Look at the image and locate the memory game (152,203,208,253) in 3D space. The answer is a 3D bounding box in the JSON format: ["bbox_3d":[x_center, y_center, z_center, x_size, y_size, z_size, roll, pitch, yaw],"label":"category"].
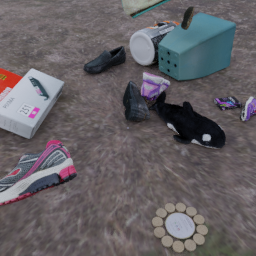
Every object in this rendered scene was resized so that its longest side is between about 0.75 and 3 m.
[{"bbox_3d":[1.088,2.068,5.921,1.169,0.074,1.169,0,38,0],"label":"memory game"}]

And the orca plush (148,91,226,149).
[{"bbox_3d":[1.780,-0.486,8.415,1.460,0.987,2.775,-16,41,-19],"label":"orca plush"}]

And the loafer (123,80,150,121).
[{"bbox_3d":[0.264,-0.874,9.273,0.713,0.718,1.972,12,41,-15],"label":"loafer"}]

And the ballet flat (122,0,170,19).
[{"bbox_3d":[1.205,-3.775,7.197,2.952,0.920,0.995,-23,19,-3],"label":"ballet flat"}]

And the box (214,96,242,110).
[{"bbox_3d":[3.413,-0.856,9.579,0.772,0.139,0.552,-8,39,-11],"label":"box"}]

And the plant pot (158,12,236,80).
[{"bbox_3d":[2.556,-3.100,11.151,2.621,1.851,1.852,-29,46,-23],"label":"plant pot"}]

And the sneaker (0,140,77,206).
[{"bbox_3d":[-1.542,0.727,4.137,1.618,0.652,0.604,-23,79,7],"label":"sneaker"}]

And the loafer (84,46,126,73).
[{"bbox_3d":[-0.958,-2.861,11.629,2.114,0.742,0.718,-30,47,-32],"label":"loafer"}]

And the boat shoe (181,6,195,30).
[{"bbox_3d":[2.161,-3.925,10.050,0.310,0.820,0.303,31,13,35],"label":"boat shoe"}]

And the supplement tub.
[{"bbox_3d":[1.350,-3.755,12.183,1.475,1.475,2.407,30,46,32],"label":"supplement tub"}]

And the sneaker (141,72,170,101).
[{"bbox_3d":[0.873,-1.359,9.571,0.778,0.856,1.935,19,11,16],"label":"sneaker"}]

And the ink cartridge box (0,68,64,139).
[{"bbox_3d":[-3.595,-1.082,8.909,2.335,0.586,2.691,23,39,-7],"label":"ink cartridge box"}]

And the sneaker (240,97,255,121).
[{"bbox_3d":[3.991,-0.604,8.989,0.533,0.515,1.277,28,45,23],"label":"sneaker"}]
